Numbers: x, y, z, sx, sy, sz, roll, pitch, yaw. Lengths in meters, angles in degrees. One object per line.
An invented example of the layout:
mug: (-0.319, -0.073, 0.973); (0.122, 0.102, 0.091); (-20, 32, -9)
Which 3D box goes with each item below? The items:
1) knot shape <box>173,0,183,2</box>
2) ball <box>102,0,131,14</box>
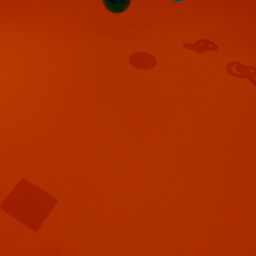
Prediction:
knot shape: (1.707, -4.522, 8.801); (1.160, 1.085, 0.536); (22, 38, -41)
ball: (-0.340, -3.901, 8.405); (0.885, 0.885, 0.885); (0, 56, 0)
